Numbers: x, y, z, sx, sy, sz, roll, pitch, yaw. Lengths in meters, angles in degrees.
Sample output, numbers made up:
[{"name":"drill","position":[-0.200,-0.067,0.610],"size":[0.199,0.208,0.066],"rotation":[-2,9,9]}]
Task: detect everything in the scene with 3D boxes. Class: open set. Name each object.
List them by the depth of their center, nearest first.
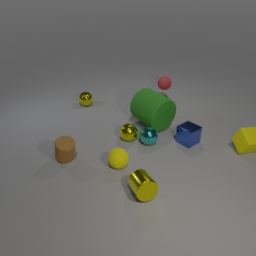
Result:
[{"name":"cylinder","position":[0.447,1.685,8.289],"size":[0.700,0.700,0.700],"rotation":[-11,25,-18]},{"name":"ball","position":[-0.328,1.024,9.488],"size":[0.700,0.700,0.700],"rotation":[0,30,0]},{"name":"cylinder","position":[-2.208,0.751,9.810],"size":[0.700,0.700,0.700],"rotation":[7,42,-7]},{"name":"cube","position":[4.357,0.447,10.184],"size":[0.700,0.700,0.700],"rotation":[-4,58,-17]},{"name":"ball","position":[0.801,0.297,10.730],"size":[0.700,0.700,0.700],"rotation":[0,30,0]},{"name":"cube","position":[2.341,0.242,10.831],"size":[0.700,0.700,0.700],"rotation":[-23,38,-34]},{"name":"ball","position":[0.025,0.159,10.984],"size":[0.700,0.700,0.700],"rotation":[0,30,0]},{"name":"cylinder","position":[1.037,-0.781,11.655],"size":[1.400,1.400,1.400],"rotation":[-21,40,-32]},{"name":"ball","position":[-2.057,-1.427,13.657],"size":[0.700,0.700,0.700],"rotation":[0,30,0]},{"name":"ball","position":[1.838,-2.256,14.083],"size":[0.700,0.700,0.700],"rotation":[0,30,0]}]
